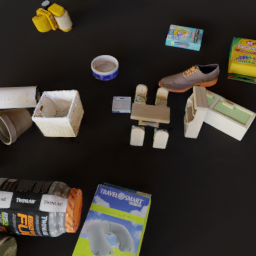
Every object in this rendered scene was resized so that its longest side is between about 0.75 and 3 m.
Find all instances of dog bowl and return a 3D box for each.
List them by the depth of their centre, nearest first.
[{"bbox_3d":[-1.047,-2.760,12.830,1.216,0.479,1.216,0,54,0],"label":"dog bowl"}]

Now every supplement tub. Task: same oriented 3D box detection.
[{"bbox_3d":[-2.760,2.349,8.330,2.585,1.584,1.584,3,53,3],"label":"supplement tub"}]

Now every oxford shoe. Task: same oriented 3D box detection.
[{"bbox_3d":[2.638,-2.278,12.155,2.684,0.978,0.957,-13,54,-9],"label":"oxford shoe"}]

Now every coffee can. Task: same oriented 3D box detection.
[{"bbox_3d":[-4.238,3.515,7.589,1.877,1.374,1.374,8,54,5],"label":"coffee can"}]

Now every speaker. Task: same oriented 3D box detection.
[{"bbox_3d":[-4.715,-1.242,11.458,2.124,0.862,0.862,-3,53,-2],"label":"speaker"}]

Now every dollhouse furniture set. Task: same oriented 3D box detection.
[{"bbox_3d":[1.434,-0.659,10.370,2.572,1.674,2.363,7,48,1],"label":"dollhouse furniture set"}]

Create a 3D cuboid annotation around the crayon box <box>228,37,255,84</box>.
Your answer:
[{"bbox_3d":[5.581,-3.179,13.058,1.567,0.627,2.469,12,55,9],"label":"crayon box"}]

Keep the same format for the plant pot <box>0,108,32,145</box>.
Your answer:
[{"bbox_3d":[-4.300,-0.195,10.556,1.305,1.305,1.132,35,44,23],"label":"plant pot"}]

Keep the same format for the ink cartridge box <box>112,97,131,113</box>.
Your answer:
[{"bbox_3d":[-0.259,-0.977,11.693,0.751,0.166,0.765,2,53,4],"label":"ink cartridge box"}]

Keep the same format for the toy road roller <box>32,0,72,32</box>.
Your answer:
[{"bbox_3d":[-4.011,-5.597,14.572,1.916,1.177,1.399,32,72,28],"label":"toy road roller"}]

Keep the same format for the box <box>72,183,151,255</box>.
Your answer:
[{"bbox_3d":[-0.403,3.001,8.410,1.763,0.689,2.892,13,55,8],"label":"box"}]

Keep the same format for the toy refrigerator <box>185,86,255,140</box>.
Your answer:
[{"bbox_3d":[3.587,-0.634,11.009,2.440,0.854,0.926,32,60,22],"label":"toy refrigerator"}]

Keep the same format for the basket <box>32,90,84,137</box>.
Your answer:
[{"bbox_3d":[-2.545,-0.529,10.589,1.454,1.169,1.441,0,51,13],"label":"basket"}]

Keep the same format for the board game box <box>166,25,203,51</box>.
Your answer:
[{"bbox_3d":[2.887,-4.622,14.274,1.688,0.396,1.274,12,54,9],"label":"board game box"}]
